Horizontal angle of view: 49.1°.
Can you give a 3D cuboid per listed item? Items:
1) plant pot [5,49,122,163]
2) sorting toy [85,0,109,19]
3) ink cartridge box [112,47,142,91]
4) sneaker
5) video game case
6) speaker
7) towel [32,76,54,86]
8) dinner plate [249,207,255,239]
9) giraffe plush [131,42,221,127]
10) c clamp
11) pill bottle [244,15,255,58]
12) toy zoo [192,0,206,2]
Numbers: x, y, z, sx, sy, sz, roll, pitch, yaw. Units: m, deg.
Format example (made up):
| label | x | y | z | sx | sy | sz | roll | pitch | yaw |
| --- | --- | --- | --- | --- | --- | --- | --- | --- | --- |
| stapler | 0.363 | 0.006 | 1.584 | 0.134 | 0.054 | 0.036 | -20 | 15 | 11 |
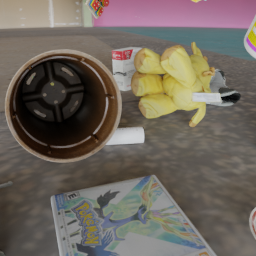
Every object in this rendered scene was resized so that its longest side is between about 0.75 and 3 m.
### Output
| label | x | y | z | sx | sy | sz | roll | pitch | yaw |
| --- | --- | --- | --- | --- | --- | --- | --- | --- | --- |
| plant pot | -1.842 | -0.773 | 7.639 | 2.666 | 2.666 | 2.639 | -9 | 18 | -19 |
| sorting toy | -1.062 | -4.607 | 10.276 | 0.297 | 0.848 | 0.853 | 26 | -5 | 27 |
| ink cartridge box | -0.003 | -2.643 | 12.494 | 0.724 | 1.730 | 1.248 | 18 | 30 | 41 |
| sneaker | 3.737 | -1.468 | 11.033 | 1.506 | 0.978 | 2.607 | 20 | 41 | 27 |
| video game case | -0.056 | 1.689 | 4.674 | 2.178 | 0.263 | 2.390 | -8 | 26 | -18 |
| speaker | -0.148 | 0.211 | 7.698 | 1.150 | 0.467 | 0.467 | -3 | 25 | -8 |
| towel | -3.829 | -2.309 | 13.553 | 1.456 | 0.231 | 2.027 | -10 | 26 | -19 |
| dinner plate | 2.870 | 1.791 | 4.536 | 1.721 | 0.209 | 1.721 | 0 | 25 | 0 |
| giraffe plush | 1.834 | -1.695 | 9.291 | 2.938 | 2.535 | 2.382 | 20 | 38 | 20 |
| c clamp | -2.730 | 1.725 | 4.520 | 2.113 | 0.335 | 2.474 | -15 | 28 | -29 |
| pill bottle | 3.218 | -2.377 | 5.468 | 1.123 | 2.154 | 1.123 | 2 | 58 | -3 |
| toy zoo | 1.529 | -3.374 | 6.913 | 0.930 | 0.095 | 0.610 | 31 | 53 | 13 |
